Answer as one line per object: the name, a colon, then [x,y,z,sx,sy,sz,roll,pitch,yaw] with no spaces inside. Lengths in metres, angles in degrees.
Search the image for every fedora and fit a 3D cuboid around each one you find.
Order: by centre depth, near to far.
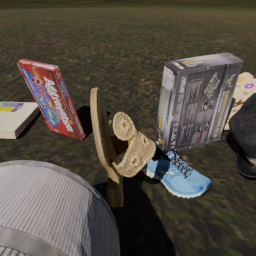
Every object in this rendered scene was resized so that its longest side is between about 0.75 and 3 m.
fedora: [3.049,-0.078,6.207,1.161,2.542,2.542,42,35,-2]

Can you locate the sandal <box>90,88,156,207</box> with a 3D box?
sandal: [0.015,0.420,4.819,0.915,2.781,1.020,-3,44,1]

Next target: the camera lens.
camera lens: [-1.202,1.730,2.514,2.331,2.331,2.914,-2,11,-3]

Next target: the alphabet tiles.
alphabet tiles: [3.972,-0.926,9.037,2.773,0.207,2.835,-26,35,3]

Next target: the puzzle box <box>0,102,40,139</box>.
puzzle box: [-3.841,-0.311,8.966,1.461,0.279,2.196,2,27,4]

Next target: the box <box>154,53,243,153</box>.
box: [1.741,-0.582,7.221,1.943,2.453,0.593,-15,39,-23]

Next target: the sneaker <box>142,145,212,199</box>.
sneaker: [0.991,0.895,6.217,1.795,0.807,0.703,23,39,36]

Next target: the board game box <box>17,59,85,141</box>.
board game box: [-1.991,-0.681,7.523,1.240,2.409,0.234,15,51,26]
